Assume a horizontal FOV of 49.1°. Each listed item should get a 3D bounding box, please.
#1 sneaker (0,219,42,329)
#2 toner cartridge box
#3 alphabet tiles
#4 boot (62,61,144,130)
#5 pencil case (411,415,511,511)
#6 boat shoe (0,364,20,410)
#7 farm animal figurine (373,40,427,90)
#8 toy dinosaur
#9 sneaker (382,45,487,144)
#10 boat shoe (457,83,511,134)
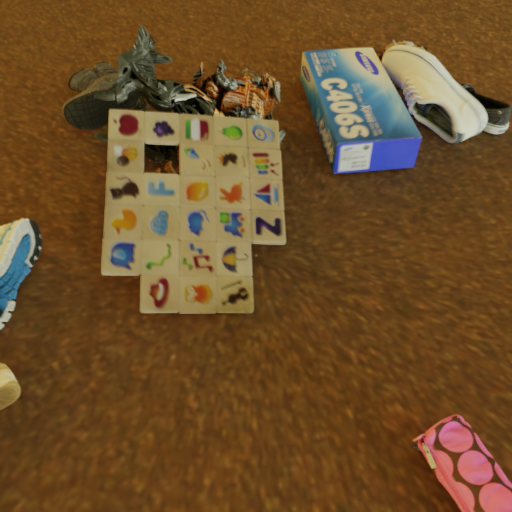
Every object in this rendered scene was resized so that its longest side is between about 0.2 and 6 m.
[{"bbox_3d":[-4.331,0.393,8.864,1.032,0.892,2.381,-2,44,16],"label":"sneaker"},{"bbox_3d":[2.087,-3.199,11.900,1.687,0.767,3.551,-5,48,-6],"label":"toner cartridge box"},{"bbox_3d":[-0.972,-0.781,9.196,2.944,0.133,3.521,1,71,-11],"label":"alphabet tiles"},{"bbox_3d":[-3.676,-3.577,12.427,1.501,0.796,2.280,26,42,25],"label":"boot"},{"bbox_3d":[2.605,2.774,6.713,0.761,0.737,1.625,5,39,-38],"label":"pencil case"},{"bbox_3d":[-4.119,1.966,7.517,1.731,0.638,0.599,-18,48,-27],"label":"boat shoe"},{"bbox_3d":[3.432,-4.697,13.308,1.445,0.762,1.461,-16,50,-15],"label":"farm animal figurine"},{"bbox_3d":[-1.178,-2.484,10.566,3.144,2.366,4.632,29,31,4],"label":"toy dinosaur"},{"bbox_3d":[3.587,-3.462,11.855,0.978,1.008,2.762,-32,66,-24],"label":"sneaker"},{"bbox_3d":[4.527,-3.384,12.160,0.749,0.709,2.142,-31,54,-27],"label":"boat shoe"}]
